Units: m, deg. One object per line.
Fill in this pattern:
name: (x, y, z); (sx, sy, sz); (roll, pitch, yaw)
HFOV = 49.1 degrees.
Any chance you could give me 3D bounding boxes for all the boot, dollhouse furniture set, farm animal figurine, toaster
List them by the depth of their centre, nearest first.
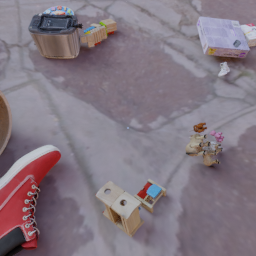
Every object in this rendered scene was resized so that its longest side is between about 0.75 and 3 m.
dollhouse furniture set: (0.113, 1.629, 6.832); (0.998, 1.004, 1.424); (29, 57, 30)
boot: (-2.332, 1.788, 6.862); (1.893, 0.950, 2.624); (39, 71, 24)
farm animal figurine: (2.071, 0.464, 7.765); (0.665, 1.323, 1.068); (-13, 59, 42)
boot: (3.280, -2.053, 9.722); (0.300, 0.390, 0.816); (-17, 11, 37)
toaster: (-2.515, -3.330, 10.210); (2.004, 1.294, 1.139); (2, 56, 2)

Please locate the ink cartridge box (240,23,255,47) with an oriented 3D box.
ink cartridge box: (4.780, -3.651, 11.000); (0.673, 0.390, 0.912); (-13, 54, -10)

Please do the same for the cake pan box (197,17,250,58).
cake pan box: (3.474, -3.401, 10.380); (1.607, 0.456, 1.745); (2, 58, -11)

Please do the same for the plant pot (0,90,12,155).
plant pot: (-5.054, -0.244, 7.459); (2.476, 2.705, 2.705); (17, 56, 24)

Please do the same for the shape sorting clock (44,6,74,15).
shape sorting clock: (-2.965, -4.720, 11.827); (1.377, 0.270, 1.377); (0, 55, 0)

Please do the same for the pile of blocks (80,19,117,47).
pile of blocks: (-1.195, -3.641, 10.927); (0.784, 0.593, 1.909); (25, 50, 31)
